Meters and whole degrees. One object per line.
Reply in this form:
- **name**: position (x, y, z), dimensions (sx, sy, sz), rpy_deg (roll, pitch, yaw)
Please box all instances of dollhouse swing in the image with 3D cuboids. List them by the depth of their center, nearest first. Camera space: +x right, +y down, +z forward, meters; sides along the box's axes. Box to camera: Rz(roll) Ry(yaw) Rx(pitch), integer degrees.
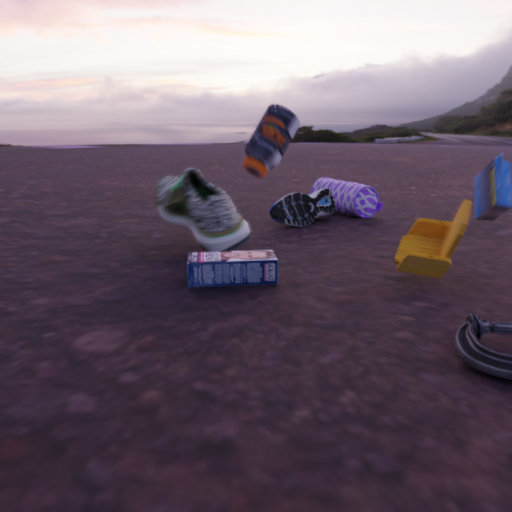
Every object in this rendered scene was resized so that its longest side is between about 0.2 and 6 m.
- **dollhouse swing**: position (2.707, -0.364, 8.612), dimensions (0.963, 0.932, 1.060), rpy_deg (11, 41, 21)

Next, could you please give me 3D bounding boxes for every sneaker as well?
- **sneaker**: position (-1.144, -1.216, 10.842), dimensions (1.148, 1.322, 2.984), rpy_deg (-28, 39, -24)
- **sneaker**: position (1.001, -1.051, 13.279), dimensions (0.919, 0.801, 2.044), rpy_deg (-15, -1, 44)

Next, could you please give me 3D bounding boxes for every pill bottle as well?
- **pill bottle**: position (0.222, -1.968, 9.755), dimensions (0.644, 1.213, 0.644), rpy_deg (27, -11, 6)

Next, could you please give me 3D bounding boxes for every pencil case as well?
- **pencil case**: position (2.265, -1.503, 14.519), dimensions (0.889, 0.872, 2.079), rpy_deg (26, 1, -31)

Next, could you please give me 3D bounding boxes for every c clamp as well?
- **c clamp**: position (3.165, 0.942, 6.066), dimensions (2.167, 0.293, 1.851), rpy_deg (2, 19, 0)

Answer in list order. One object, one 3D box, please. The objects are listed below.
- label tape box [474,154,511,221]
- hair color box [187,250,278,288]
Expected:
- **label tape box**: position (4.106, -1.150, 9.559), dimensions (0.371, 0.805, 1.123), rpy_deg (4, -14, -2)
- **hair color box**: position (-0.373, 0.186, 8.621), dimensions (1.354, 0.410, 0.677), rpy_deg (-1, 14, -6)
